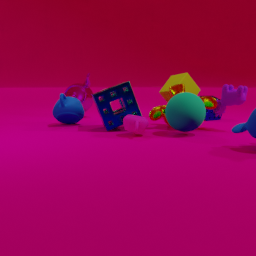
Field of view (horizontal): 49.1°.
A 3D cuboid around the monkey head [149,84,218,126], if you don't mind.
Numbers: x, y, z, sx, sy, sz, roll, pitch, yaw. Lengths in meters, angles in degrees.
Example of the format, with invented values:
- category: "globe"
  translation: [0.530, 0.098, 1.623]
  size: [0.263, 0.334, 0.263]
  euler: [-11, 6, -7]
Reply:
- category: "monkey head"
  translation: [1.617, -0.717, 8.547]
  size: [1.990, 1.432, 1.199]
  euler: [-11, -5, 9]

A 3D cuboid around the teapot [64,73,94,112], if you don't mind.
- category: "teapot"
  translation: [-1.971, -1.267, 11.072]
  size: [1.228, 1.975, 0.967]
  euler: [32, -1, 9]

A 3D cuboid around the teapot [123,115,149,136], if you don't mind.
- category: "teapot"
  translation: [0.185, -0.060, 7.331]
  size: [0.668, 0.526, 1.074]
  euler: [10, 4, -4]

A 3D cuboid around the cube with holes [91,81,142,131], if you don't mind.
- category: "cube with holes"
  translation: [-0.364, -0.678, 8.335]
  size: [1.085, 1.085, 1.085]
  euler: [-22, 11, -6]

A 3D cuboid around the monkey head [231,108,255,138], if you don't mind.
- category: "monkey head"
  translation: [2.911, -0.189, 5.739]
  size: [1.432, 0.863, 1.030]
  euler: [-36, 19, 35]

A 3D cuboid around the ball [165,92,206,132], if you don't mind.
- category: "ball"
  translation: [1.511, -0.417, 7.390]
  size: [1.044, 1.044, 1.044]
  euler: [0, 9, 0]

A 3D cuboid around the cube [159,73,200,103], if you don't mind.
- category: "cube"
  translation: [2.021, -1.440, 10.962]
  size: [0.958, 0.958, 0.958]
  euler: [-53, 26, -19]

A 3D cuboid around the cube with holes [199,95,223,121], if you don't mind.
- category: "cube with holes"
  translation: [3.054, -0.752, 10.466]
  size: [0.712, 0.712, 0.712]
  euler: [-5, 28, -28]

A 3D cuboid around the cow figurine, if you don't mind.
- category: "cow figurine"
  translation: [2.883, -0.751, 7.998]
  size: [0.538, 0.964, 0.980]
  euler: [-3, 13, -42]

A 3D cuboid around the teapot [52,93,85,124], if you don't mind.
- category: "teapot"
  translation: [-1.933, -0.609, 9.232]
  size: [1.024, 0.806, 1.646]
  euler: [-6, -26, 5]
